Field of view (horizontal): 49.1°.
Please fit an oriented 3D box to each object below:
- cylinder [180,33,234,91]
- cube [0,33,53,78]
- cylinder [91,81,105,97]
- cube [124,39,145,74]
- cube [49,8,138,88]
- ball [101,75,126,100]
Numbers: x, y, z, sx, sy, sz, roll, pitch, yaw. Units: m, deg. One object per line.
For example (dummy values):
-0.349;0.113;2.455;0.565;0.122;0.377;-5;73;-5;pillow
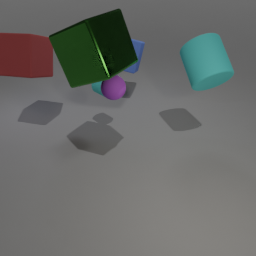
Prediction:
2.591;-2.154;9.300;1.400;1.400;1.400;-11;76;-18;cylinder
-3.595;-2.525;9.829;1.400;1.400;1.400;7;14;15;cube
-0.870;-1.544;10.346;0.700;0.700;0.700;-27;41;-36;cylinder
-0.123;-3.405;12.856;1.400;1.400;1.400;16;18;4;cube
-0.837;-2.005;7.131;1.400;1.400;1.400;-5;26;39;cube
-0.409;-1.126;7.779;0.700;0.700;0.700;0;31;0;ball
